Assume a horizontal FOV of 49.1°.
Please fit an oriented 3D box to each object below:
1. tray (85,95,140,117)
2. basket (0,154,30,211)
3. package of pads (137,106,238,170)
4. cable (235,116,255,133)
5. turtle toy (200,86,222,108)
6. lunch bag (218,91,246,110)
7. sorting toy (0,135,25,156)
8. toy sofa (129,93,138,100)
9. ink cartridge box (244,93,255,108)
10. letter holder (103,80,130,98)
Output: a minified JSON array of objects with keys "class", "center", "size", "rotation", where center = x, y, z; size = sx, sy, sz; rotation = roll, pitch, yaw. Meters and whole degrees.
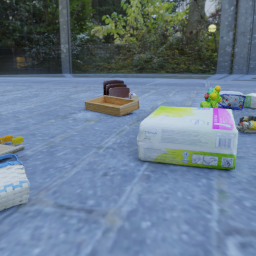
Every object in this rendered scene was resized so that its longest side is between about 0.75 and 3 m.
[{"class":"tray","center":[-0.689,-0.927,11.472],"size":[1.087,0.408,2.203],"rotation":[-23,26,-38]},{"class":"basket","center":[-1.883,0.744,4.046],"size":[0.793,0.626,0.899],"rotation":[-11,48,-40]},{"class":"package of pads","center":[1.403,0.072,6.516],"size":[1.986,0.877,2.571],"rotation":[4,14,16]},{"class":"cable","center":[4.126,0.022,8.238],"size":[2.051,0.516,0.996],"rotation":[12,-4,-2]},{"class":"turtle toy","center":[2.499,-0.859,8.467],"size":[0.444,0.640,0.878],"rotation":[17,58,34]},{"class":"lunch bag","center":[4.421,-1.258,12.397],"size":[1.239,0.767,1.053],"rotation":[10,15,7]},{"class":"sorting toy","center":[-3.009,0.528,6.064],"size":[1.470,0.264,1.973],"rotation":[1,13,24]},{"class":"toy sofa","center":[0.183,-1.441,13.783],"size":[0.542,0.460,1.111],"rotation":[0,13,-5]},{"class":"ink cartridge box","center":[6.091,-1.136,12.237],"size":[1.699,0.572,0.995],"rotation":[12,18,42]},{"class":"letter holder","center":[-0.648,-2.226,15.933],"size":[1.388,0.986,0.698],"rotation":[-8,16,-32]}]
